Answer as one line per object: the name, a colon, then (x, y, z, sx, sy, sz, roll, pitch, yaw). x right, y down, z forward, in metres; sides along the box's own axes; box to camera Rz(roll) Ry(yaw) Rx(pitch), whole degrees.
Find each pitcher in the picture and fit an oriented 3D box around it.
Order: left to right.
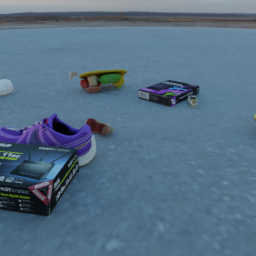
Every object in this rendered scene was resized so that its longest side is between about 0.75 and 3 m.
pitcher: (-5.467, -1.648, 11.973, 1.063, 0.644, 0.912, -28, 39, -30)

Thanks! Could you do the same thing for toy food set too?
toy food set: (-1.309, -2.068, 12.764, 2.747, 0.897, 1.616, -8, 1, -21)

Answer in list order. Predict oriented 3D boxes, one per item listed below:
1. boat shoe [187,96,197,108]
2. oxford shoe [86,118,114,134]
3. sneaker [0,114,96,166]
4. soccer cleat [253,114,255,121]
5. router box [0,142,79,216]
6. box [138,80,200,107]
boat shoe: (2.580, -1.117, 11.092, 0.363, 0.332, 0.970, 0, 24, 0)
oxford shoe: (-0.898, -0.019, 8.756, 0.427, 0.402, 1.141, 13, 8, -46)
sneaker: (-2.176, 0.157, 7.258, 2.822, 1.177, 1.138, 4, 24, 10)
soccer cleat: (4.139, -0.157, 8.431, 0.696, 0.579, 1.716, 26, 32, 9)
router box: (-2.320, 0.991, 6.028, 2.121, 0.659, 1.590, 5, 25, 10)
box: (1.771, -1.555, 11.971, 1.642, 0.415, 2.296, 20, 30, 37)
